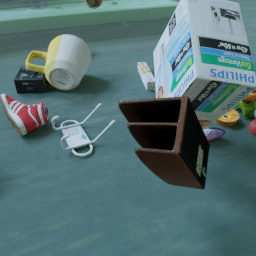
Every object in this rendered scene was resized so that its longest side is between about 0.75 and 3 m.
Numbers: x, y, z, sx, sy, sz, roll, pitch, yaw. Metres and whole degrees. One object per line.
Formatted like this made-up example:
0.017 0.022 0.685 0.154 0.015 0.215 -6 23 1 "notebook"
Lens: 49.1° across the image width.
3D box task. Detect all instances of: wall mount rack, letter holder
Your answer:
-1.681 -0.032 10.591 2.045 0.878 2.354 -16 40 -21 "wall mount rack"
0.761 0.426 6.395 1.689 2.377 1.195 1 64 27 "letter holder"

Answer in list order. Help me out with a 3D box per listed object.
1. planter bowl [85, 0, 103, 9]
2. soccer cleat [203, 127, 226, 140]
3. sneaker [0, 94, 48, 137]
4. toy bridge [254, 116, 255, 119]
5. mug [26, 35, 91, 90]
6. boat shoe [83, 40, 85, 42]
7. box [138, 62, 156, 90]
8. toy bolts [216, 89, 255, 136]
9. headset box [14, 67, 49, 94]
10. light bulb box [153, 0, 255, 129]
-1.542 -5.561 12.212 0.811 0.811 0.546 -15 6 -20 "planter bowl"
2.889 0.314 10.520 1.591 0.543 0.582 2 59 -4 "soccer cleat"
-4.231 -0.757 11.546 1.467 0.929 2.608 -26 50 -26 "sneaker"
5.479 -0.470 11.831 0.335 0.136 0.997 -13 37 -19 "toy bridge"
-3.320 -2.988 13.953 2.795 2.239 2.295 -16 42 17 "mug"
-3.721 -4.789 17.114 0.993 0.973 2.789 21 44 20 "boat shoe"
0.963 -2.769 14.721 0.517 0.483 2.497 -5 36 -7 "box"
4.768 -0.862 11.052 2.176 1.580 2.278 -18 41 -18 "toy bolts"
-4.730 -2.398 13.964 1.437 0.766 1.651 -2 36 -4 "headset box"
2.134 -1.892 8.721 1.835 2.914 2.940 5 65 -13 "light bulb box"
